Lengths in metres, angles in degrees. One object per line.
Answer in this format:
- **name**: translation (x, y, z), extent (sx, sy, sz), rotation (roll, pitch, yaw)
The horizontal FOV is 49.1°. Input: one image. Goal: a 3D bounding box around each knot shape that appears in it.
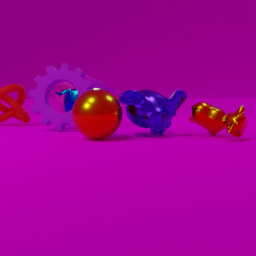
- **knot shape**: translation (-2.378, -1.218, 10.543), extent (0.616, 1.333, 1.247), rotation (-7, 29, -23)
- **knot shape**: translation (-3.618, -0.757, 8.462), extent (1.506, 1.409, 0.696), rotation (17, 39, -21)

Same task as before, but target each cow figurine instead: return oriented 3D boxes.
- **cow figurine**: translation (1.920, -0.219, 6.029), extent (1.192, 0.654, 1.172), rotation (29, -9, 7)

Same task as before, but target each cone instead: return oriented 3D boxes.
- **cone**: translation (-1.322, -1.022, 10.292), extent (1.351, 1.356, 1.351), rotation (25, -1, 0)

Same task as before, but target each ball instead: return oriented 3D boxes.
- **ball**: translation (-0.636, -0.287, 5.831), extent (1.052, 1.052, 1.052), rotation (0, 7, 0)

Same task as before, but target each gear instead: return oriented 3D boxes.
- **gear**: translation (-1.674, -0.792, 7.234), extent (1.676, 1.676, 0.310), rotation (1, -3, 5)

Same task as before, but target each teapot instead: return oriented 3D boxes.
- **teapot**: translation (-1.585, -0.726, 8.744), extent (1.037, 0.817, 1.668), rotation (-20, -50, 32)

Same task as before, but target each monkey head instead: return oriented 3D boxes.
- **monkey head**: translation (0.608, -0.538, 6.365), extent (1.088, 1.299, 1.806), rotation (45, 17, 23)
